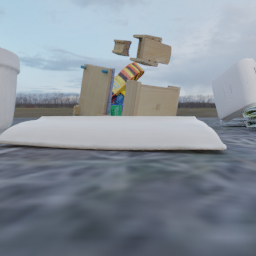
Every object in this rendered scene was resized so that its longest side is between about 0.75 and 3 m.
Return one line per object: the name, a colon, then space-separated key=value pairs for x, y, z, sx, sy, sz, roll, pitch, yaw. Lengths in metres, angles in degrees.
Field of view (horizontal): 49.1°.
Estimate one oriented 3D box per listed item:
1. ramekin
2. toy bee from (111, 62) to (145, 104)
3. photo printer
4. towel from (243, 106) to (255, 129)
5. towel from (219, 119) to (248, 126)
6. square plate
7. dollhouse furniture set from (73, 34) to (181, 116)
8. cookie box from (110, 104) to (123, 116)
ramekin: x=-3.504 y=-0.613 z=5.074 sx=2.928 sy=1.537 sz=2.928 roll=1 pitch=2 yaw=0
toy bee: x=-0.546 y=-1.282 z=10.547 sx=1.901 sy=2.905 sz=1.579 roll=25 pitch=6 yaw=11
photo printer: x=3.366 y=-1.152 z=8.575 sx=0.627 sy=1.503 sz=1.806 roll=-3 pitch=-14 yaw=-16
towel: x=4.525 y=-0.249 z=6.558 sx=2.830 sy=0.681 sz=2.423 roll=0 pitch=3 yaw=-3
towel: x=4.418 y=-0.167 z=9.834 sx=1.985 sy=0.236 sz=1.458 roll=1 pitch=0 yaw=-22
square plate: x=-0.014 y=0.004 z=4.325 sx=2.686 sy=0.386 sz=2.712 roll=0 pitch=3 yaw=14
dollhouse furniture set: x=-0.116 y=-1.176 z=7.625 sx=2.572 sy=2.428 sz=1.678 roll=18 pitch=14 yaw=41
cookie box: x=-0.009 y=-0.426 z=9.468 sx=1.711 sy=0.751 sz=2.000 roll=-1 pitch=3 yaw=-32
